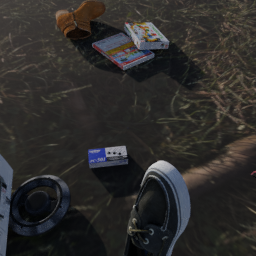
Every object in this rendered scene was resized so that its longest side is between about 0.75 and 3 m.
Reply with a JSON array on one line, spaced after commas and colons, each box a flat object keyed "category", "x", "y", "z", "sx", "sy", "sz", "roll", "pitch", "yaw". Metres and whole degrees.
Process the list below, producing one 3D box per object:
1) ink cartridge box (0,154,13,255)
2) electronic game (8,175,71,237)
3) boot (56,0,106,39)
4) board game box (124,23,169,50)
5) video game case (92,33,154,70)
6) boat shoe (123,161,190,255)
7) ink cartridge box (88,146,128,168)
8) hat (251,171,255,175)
[{"category": "ink cartridge box", "x": -3.562, "y": 1.785, "z": 5.976, "sx": 1.743, "sy": 0.984, "sz": 2.375, "roll": -15, "pitch": 47, "yaw": -2}, {"category": "electronic game", "x": -2.103, "y": 1.778, "z": 6.582, "sx": 1.538, "sy": 0.320, "sz": 1.538, "roll": -5, "pitch": 47, "yaw": 6}, {"category": "boot", "x": -1.929, "y": -4.800, "z": 12.623, "sx": 2.489, "sy": 0.917, "sz": 1.926, "roll": -21, "pitch": 51, "yaw": -9}, {"category": "board game box", "x": 0.752, "y": -3.951, "z": 11.942, "sx": 1.281, "sy": 0.351, "sz": 2.028, "roll": -8, "pitch": 43, "yaw": -18}, {"category": "video game case", "x": -0.219, "y": -3.186, "z": 11.472, "sx": 1.568, "sy": 0.191, "sz": 2.193, "roll": -28, "pitch": 52, "yaw": -26}, {"category": "boat shoe", "x": 0.324, "y": 1.493, "z": 4.013, "sx": 0.632, "sy": 2.234, "sz": 0.767, "roll": -24, "pitch": 42, "yaw": -38}, {"category": "ink cartridge box", "x": -0.544, "y": 0.786, "z": 7.611, "sx": 1.036, "sy": 0.229, "sz": 0.487, "roll": -6, "pitch": 45, "yaw": -6}, {"category": "hat", "x": 4.877, "y": 1.270, "z": 7.069, "sx": 2.167, "sy": 1.907, "sz": 1.795, "roll": 46, "pitch": 69, "yaw": -16}]
